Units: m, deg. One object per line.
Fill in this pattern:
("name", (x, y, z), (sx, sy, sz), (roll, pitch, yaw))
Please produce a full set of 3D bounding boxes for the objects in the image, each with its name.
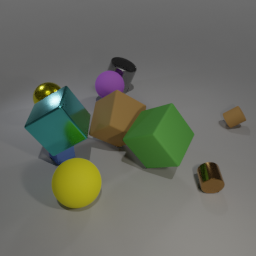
("cylinder", (4.450, -0.461, 11.714), (0.700, 0.700, 0.700), (-31, 21, 26))
("ball", (-0.874, -2.026, 13.395), (1.400, 1.400, 1.400), (0, 31, 0))
("cylinder", (2.538, 1.532, 8.635), (0.700, 0.700, 0.700), (0, 40, 0))
("cylinder", (-0.435, -2.757, 14.683), (1.400, 1.400, 1.400), (17, 37, -13))
("cube", (-0.368, -0.288, 10.128), (1.400, 1.400, 1.400), (25, 61, -31))
("cube", (0.985, 0.285, 8.891), (1.400, 1.400, 1.400), (-12, 35, 48))
("cube", (-2.390, 0.745, 9.975), (0.700, 0.700, 0.700), (-27, 43, -32))
("ball", (-1.459, 1.560, 7.990), (1.400, 1.400, 1.400), (0, 31, 0))
("ball", (-3.509, -1.339, 12.483), (1.400, 1.400, 1.400), (0, 31, 0))
("cube", (-2.216, -0.233, 9.105), (1.400, 1.400, 1.400), (-27, 32, 16))
